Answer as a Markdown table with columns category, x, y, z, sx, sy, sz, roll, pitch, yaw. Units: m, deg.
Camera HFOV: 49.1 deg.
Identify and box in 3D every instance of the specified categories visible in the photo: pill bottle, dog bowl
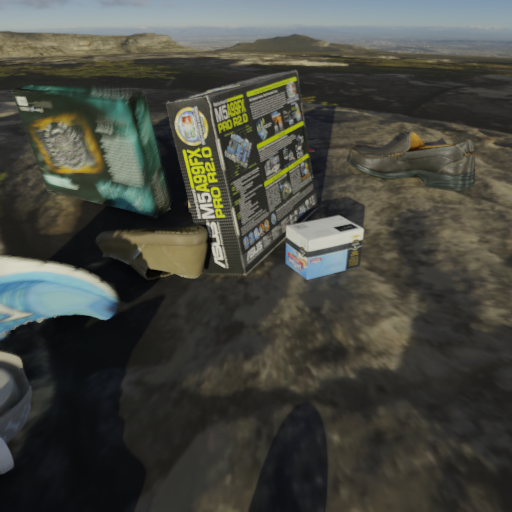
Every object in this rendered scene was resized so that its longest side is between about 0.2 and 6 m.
| category | x | y | z | sx | sy | sz | roll | pitch | yaw |
| --- | --- | --- | --- | --- | --- | --- | --- | --- | --- |
| pill bottle | -2.841 | 2.118 | 5.391 | 0.489 | 0.489 | 0.872 | 21 | 33 | 38 |
| dog bowl | -3.305 | 1.706 | 6.298 | 1.570 | 0.460 | 1.570 | 0 | 25 | 0 |

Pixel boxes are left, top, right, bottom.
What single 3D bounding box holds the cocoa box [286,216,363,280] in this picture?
| category | x | y | z | sx | sy | sz | roll | pitch | yaw |
| --- | --- | --- | --- | --- | --- | --- | --- | --- | --- |
| cocoa box | 1.193 | -0.160 | 9.897 | 1.158 | 0.760 | 0.772 | -12 | 28 | -25 |

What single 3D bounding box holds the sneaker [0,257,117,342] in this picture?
| category | x | y | z | sx | sy | sz | roll | pitch | yaw |
| --- | --- | --- | --- | --- | --- | --- | --- | --- | --- |
| sneaker | -3.365 | 0.695 | 7.482 | 2.950 | 1.327 | 1.156 | 7 | -7 | -27 |

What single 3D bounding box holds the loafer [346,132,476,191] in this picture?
| category | x | y | z | sx | sy | sz | roll | pitch | yaw |
| --- | --- | --- | --- | --- | --- | --- | --- | --- | --- |
| loafer | 3.997 | -2.630 | 14.564 | 3.423 | 1.237 | 1.246 | 14 | 30 | 29 |

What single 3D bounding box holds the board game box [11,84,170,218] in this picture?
| category | x | y | z | sx | sy | sz | roll | pitch | yaw |
| --- | --- | --- | --- | --- | --- | --- | --- | --- | --- |
| board game box | -3.658 | -2.361 | 12.303 | 3.784 | 2.560 | 0.533 | 15 | 39 | 32 |

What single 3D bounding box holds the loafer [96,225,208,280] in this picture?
| category | x | y | z | sx | sy | sz | roll | pitch | yaw |
| --- | --- | --- | --- | --- | --- | --- | --- | --- | --- |
| loafer | -1.845 | -0.044 | 9.566 | 2.586 | 0.872 | 0.983 | 2 | 10 | 45 |

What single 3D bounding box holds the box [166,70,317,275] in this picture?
| category | x | y | z | sx | sy | sz | roll | pitch | yaw |
| --- | --- | --- | --- | --- | --- | --- | --- | --- | --- |
| box | -0.023 | -1.712 | 10.481 | 0.826 | 2.990 | 3.732 | -1 | 22 | 28 |

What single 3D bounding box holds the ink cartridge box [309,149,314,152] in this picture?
| category | x | y | z | sx | sy | sz | roll | pitch | yaw |
| --- | --- | --- | --- | --- | --- | --- | --- | --- | --- |
| ink cartridge box | 0.997 | -2.784 | 15.879 | 1.190 | 0.400 | 0.692 | -17 | 30 | -31 |

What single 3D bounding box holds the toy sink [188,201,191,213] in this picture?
| category | x | y | z | sx | sy | sz | roll | pitch | yaw |
| --- | --- | --- | --- | --- | --- | --- | --- | --- | --- |
| toy sink | -1.132 | -1.404 | 12.770 | 0.648 | 0.557 | 0.994 | 3 | 25 | 6 |
